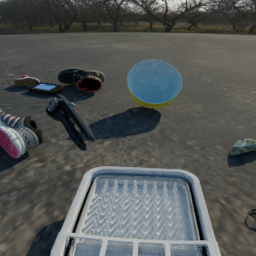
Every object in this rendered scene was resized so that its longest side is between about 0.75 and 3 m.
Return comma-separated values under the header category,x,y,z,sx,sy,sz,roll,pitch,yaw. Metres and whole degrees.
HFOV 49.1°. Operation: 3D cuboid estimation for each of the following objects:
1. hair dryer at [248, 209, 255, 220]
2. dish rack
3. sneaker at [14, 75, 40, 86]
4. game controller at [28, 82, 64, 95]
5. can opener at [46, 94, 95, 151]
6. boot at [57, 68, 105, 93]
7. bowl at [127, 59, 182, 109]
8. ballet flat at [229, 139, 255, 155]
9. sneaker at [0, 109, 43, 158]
category,x,y,z,sx,sy,sz,roll,pitch,yaw
hair dryer,3.337,1.699,5.463,1.641,0.446,1.250,14,44,39
dish rack,0.184,1.681,5.036,2.462,0.625,2.869,1,23,5
sneaker,-5.258,-2.551,14.978,1.387,0.494,0.780,2,27,10
game controller,-4.040,-1.952,13.742,1.787,0.376,0.932,11,26,26
can opener,-1.242,-0.188,6.164,0.733,0.591,1.865,22,13,-45
boot,-2.401,-2.406,14.192,2.493,0.912,1.877,3,22,-7
bowl,1.017,-1.605,11.560,2.216,1.193,2.216,1,62,-2
ballet flat,3.334,0.510,8.002,1.059,0.399,0.359,-8,7,-16
sneaker,-3.413,0.024,8.526,1.112,0.938,2.542,-19,34,-37
